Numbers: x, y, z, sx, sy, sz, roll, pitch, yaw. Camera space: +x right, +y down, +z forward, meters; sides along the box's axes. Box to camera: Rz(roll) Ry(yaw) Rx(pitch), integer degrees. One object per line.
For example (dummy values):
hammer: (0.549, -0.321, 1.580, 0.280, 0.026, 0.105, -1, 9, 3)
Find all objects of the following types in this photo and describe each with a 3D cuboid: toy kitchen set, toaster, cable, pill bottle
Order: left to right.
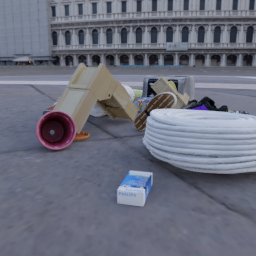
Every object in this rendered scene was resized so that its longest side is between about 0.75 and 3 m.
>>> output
toy kitchen set: (-1.490, -0.571, 10.046, 2.185, 2.416, 2.678, 10, -25, 36)
pill bottle: (-0.732, -1.319, 12.442, 1.323, 1.323, 2.383, 8, 16, 31)
toy kitchen set: (1.667, -1.366, 12.415, 1.287, 1.578, 1.424, -41, 4, 26)
toaster: (2.304, -2.029, 15.041, 2.321, 1.523, 2.567, 9, 16, 29)
cable: (1.877, 0.173, 6.452, 2.988, 1.034, 2.987, 1, 9, -2)

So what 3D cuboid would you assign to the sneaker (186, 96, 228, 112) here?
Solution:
sneaker: (2.503, -0.580, 9.684, 2.134, 1.061, 0.742, 14, 7, 41)

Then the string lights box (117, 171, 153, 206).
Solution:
string lights box: (0.140, 1.032, 4.916, 0.448, 0.257, 0.873, 3, 14, 14)

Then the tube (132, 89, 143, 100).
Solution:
tube: (0.563, -1.955, 16.690, 2.943, 0.854, 0.764, -5, -31, -29)

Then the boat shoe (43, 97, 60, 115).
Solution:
boat shoe: (-2.634, -0.985, 12.000, 1.037, 0.912, 2.914, 7, 16, 21)

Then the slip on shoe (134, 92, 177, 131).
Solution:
slip on shoe: (0.924, -0.534, 9.001, 0.546, 0.685, 1.802, -19, -21, -49)

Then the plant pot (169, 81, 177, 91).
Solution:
plant pot: (1.845, -1.701, 13.148, 0.624, 0.879, 0.879, -18, 17, -9)

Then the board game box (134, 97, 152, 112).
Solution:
board game box: (1.006, -1.088, 13.225, 1.697, 0.523, 1.696, 6, 15, 24)

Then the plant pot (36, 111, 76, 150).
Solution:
plant pot: (-1.990, 0.074, 7.602, 1.021, 1.021, 0.914, -6, -1, -22)

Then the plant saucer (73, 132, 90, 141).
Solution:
plant saucer: (-1.548, 0.253, 8.488, 0.767, 0.124, 0.767, -1, 14, 0)

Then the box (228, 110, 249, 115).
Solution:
box: (4.344, -0.477, 11.218, 0.927, 0.268, 1.166, 5, 14, 20)
